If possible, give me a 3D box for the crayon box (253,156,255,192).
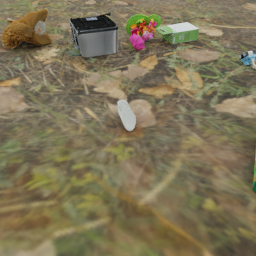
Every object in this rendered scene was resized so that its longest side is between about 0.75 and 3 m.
[{"bbox_3d":[3.481,0.683,6.176,1.169,0.573,1.968,14,41,17],"label":"crayon box"}]

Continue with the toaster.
[{"bbox_3d":[-1.308,-3.776,11.290,1.926,1.143,1.742,-13,41,-16],"label":"toaster"}]

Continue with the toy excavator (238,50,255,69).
[{"bbox_3d":[4.512,-2.431,10.229,0.415,0.830,0.807,-13,-4,-14],"label":"toy excavator"}]

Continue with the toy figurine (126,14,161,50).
[{"bbox_3d":[0.641,-3.822,11.453,1.541,1.157,1.418,-14,48,19],"label":"toy figurine"}]

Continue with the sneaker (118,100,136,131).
[{"bbox_3d":[-0.045,-0.297,7.620,0.370,0.390,0.969,-7,59,-16],"label":"sneaker"}]

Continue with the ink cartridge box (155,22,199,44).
[{"bbox_3d":[2.067,-4.101,12.184,1.768,0.524,0.918,-15,41,-18],"label":"ink cartridge box"}]

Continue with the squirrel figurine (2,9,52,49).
[{"bbox_3d":[-4.433,-4.089,11.601,1.807,1.370,1.936,15,38,28],"label":"squirrel figurine"}]
